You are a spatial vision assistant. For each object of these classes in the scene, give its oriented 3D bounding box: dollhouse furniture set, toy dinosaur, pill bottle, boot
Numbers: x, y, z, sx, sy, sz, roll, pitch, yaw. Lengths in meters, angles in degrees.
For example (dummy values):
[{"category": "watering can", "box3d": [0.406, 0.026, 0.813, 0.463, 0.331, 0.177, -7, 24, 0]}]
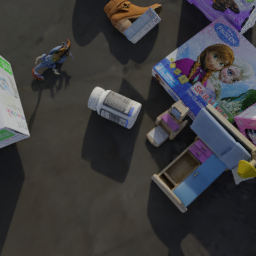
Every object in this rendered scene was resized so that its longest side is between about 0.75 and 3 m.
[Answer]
[{"category": "dollhouse furniture set", "box3d": [1.386, 0.528, 6.344, 1.719, 2.634, 2.487, -40, 77, -12]}, {"category": "toy dinosaur", "box3d": [-2.245, -1.943, 8.324, 1.256, 1.384, 0.727, -25, 115, 13]}, {"category": "pill bottle", "box3d": [-0.378, -0.578, 7.663, 1.319, 0.750, 0.750, 25, 75, 7]}, {"category": "boot", "box3d": [0.147, -3.682, 8.750, 1.596, 0.612, 1.239, -36, 73, -2]}]

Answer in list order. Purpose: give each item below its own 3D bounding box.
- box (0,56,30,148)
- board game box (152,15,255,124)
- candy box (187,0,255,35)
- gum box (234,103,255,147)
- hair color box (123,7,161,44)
[{"category": "box", "box3d": [-4.237, -0.439, 7.182, 2.654, 1.283, 2.342, -20, 75, 3]}, {"category": "board game box", "box3d": [2.497, -1.459, 7.918, 2.608, 0.538, 2.614, -38, 77, -5]}, {"category": "candy box", "box3d": [2.863, -4.178, 7.695, 0.988, 2.762, 2.317, -40, 76, -10]}, {"category": "gum box", "box3d": [4.316, -0.204, 7.099, 2.986, 0.987, 1.694, -32, 101, -9]}, {"category": "hair color box", "box3d": [0.397, -2.835, 7.796, 0.996, 0.493, 0.302, -37, 81, 19]}]
